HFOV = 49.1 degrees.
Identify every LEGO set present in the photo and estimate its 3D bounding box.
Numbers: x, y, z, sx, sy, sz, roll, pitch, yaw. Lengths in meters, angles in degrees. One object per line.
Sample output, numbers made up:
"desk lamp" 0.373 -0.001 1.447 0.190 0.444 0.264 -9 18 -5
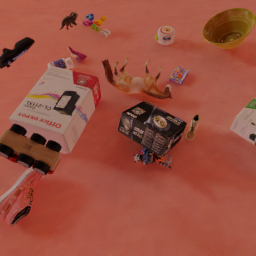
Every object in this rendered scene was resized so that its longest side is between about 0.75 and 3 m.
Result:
"LEGO set" -1.437 -5.202 13.766 1.701 0.649 0.698 38 61 24

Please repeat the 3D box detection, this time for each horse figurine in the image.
"horse figurine" 0.314 -1.952 11.135 2.847 0.711 1.887 6 60 -5

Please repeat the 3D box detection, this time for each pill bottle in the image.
"pill bottle" -2.823 -2.598 11.783 0.958 0.573 0.573 -27 57 -20

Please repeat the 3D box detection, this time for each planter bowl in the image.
"planter bowl" 4.584 -4.269 12.642 2.267 0.944 2.267 -16 51 20

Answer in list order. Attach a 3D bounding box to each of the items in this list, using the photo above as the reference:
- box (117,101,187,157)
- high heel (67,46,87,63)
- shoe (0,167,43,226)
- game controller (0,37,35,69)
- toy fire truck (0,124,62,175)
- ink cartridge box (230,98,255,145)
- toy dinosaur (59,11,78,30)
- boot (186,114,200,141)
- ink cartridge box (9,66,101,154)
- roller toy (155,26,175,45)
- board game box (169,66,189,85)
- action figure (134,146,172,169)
"box" 0.809 -0.037 9.345 1.798 0.774 1.472 30 34 22
"high heel" -2.287 -3.368 12.489 0.496 0.349 1.035 -34 64 -12
"shoe" -2.989 1.957 8.231 0.830 0.652 1.826 33 64 22
"game controller" -2.882 -1.889 7.161 0.954 0.385 1.830 -34 21 -18
"toy fire truck" -2.336 0.631 6.959 1.382 1.570 1.010 25 61 -2
"ink cartridge box" 4.709 -0.031 9.670 1.775 0.737 1.301 37 61 25
"toy dinosaur" -2.083 -3.797 9.934 0.928 0.475 0.357 -18 30 20
"boot" 2.269 -0.026 9.740 0.296 0.635 0.821 20 55 15
"ink cartridge box" -2.437 -0.720 9.940 2.041 1.160 2.801 15 54 11
"roller toy" 1.790 -4.361 13.118 0.813 0.623 0.891 37 61 25
"board game box" 2.138 -2.208 11.723 0.549 0.183 0.817 23 56 17
"action figure" 0.778 1.027 8.915 1.228 0.664 1.269 3 23 9
